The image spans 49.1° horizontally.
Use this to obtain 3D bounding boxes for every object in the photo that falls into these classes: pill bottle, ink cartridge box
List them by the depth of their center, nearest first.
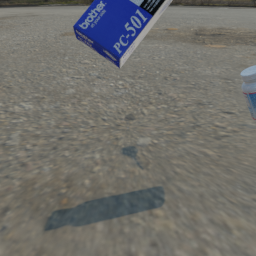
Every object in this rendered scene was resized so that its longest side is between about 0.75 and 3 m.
[{"bbox_3d":[2.518,-0.657,5.352,0.550,1.012,0.550,-25,22,11],"label":"pill bottle"},{"bbox_3d":[0.114,-2.967,6.697,1.344,2.860,0.632,35,-9,4],"label":"ink cartridge box"}]
